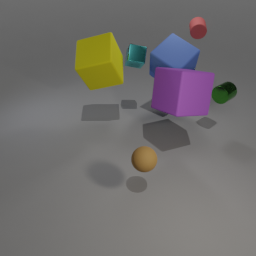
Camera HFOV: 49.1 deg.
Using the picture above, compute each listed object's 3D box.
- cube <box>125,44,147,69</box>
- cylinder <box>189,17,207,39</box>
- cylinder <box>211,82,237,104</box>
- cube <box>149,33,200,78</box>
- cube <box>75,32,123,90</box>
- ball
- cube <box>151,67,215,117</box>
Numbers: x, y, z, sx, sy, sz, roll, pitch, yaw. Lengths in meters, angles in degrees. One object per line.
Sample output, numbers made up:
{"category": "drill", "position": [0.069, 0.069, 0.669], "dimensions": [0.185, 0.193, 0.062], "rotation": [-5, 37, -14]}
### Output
{"category": "cube", "position": [0.304, -2.880, 11.289], "dimensions": [0.700, 0.700, 0.700], "rotation": [9, -7, -11]}
{"category": "cylinder", "position": [3.040, -4.342, 12.171], "dimensions": [0.700, 0.700, 0.700], "rotation": [3, 46, 5]}
{"category": "cylinder", "position": [3.669, -1.345, 10.680], "dimensions": [0.700, 0.700, 0.700], "rotation": [-27, 40, -37]}
{"category": "cube", "position": [1.844, -2.640, 11.383], "dimensions": [1.400, 1.400, 1.400], "rotation": [39, 72, 19]}
{"category": "cube", "position": [-1.042, -2.470, 10.550], "dimensions": [1.400, 1.400, 1.400], "rotation": [-9, 62, 14]}
{"category": "ball", "position": [0.436, 0.837, 7.510], "dimensions": [0.700, 0.700, 0.700], "rotation": [0, 32, 0]}
{"category": "cube", "position": [1.786, -1.224, 9.316], "dimensions": [1.400, 1.400, 1.400], "rotation": [-4, 17, -31]}
